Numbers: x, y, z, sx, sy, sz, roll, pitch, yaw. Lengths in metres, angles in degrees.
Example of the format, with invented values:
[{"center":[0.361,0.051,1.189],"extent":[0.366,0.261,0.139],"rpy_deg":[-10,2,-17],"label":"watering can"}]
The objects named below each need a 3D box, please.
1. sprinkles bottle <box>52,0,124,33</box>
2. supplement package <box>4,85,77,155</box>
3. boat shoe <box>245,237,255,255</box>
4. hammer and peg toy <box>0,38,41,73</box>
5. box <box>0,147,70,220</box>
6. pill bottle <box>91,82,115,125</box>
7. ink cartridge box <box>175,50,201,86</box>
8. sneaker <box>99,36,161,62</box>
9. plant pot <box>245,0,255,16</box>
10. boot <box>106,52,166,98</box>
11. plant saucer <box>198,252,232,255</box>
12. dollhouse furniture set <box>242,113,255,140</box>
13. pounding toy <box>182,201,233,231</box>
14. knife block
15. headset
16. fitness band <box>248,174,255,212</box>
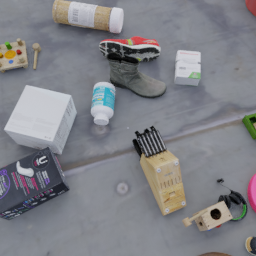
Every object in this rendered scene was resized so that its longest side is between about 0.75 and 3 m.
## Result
[{"center":[-1.651,-4.682,11.706],"extent":[2.850,0.973,0.973],"rpy_deg":[11,66,5],"label":"sprinkles bottle"},{"center":[-2.853,-0.254,9.482],"extent":[1.648,1.267,1.723],"rpy_deg":[14,66,6],"label":"supplement package"},{"center":[4.399,3.583,8.087],"extent":[1.862,0.579,0.695],"rpy_deg":[14,64,5],"label":"boat shoe"},{"center":[-4.368,-2.896,11.075],"extent":[1.763,0.622,1.297],"rpy_deg":[-12,66,-6],"label":"hammer and peg toy"},{"center":[-3.076,1.719,8.641],"extent":[2.120,1.124,1.296],"rpy_deg":[-25,67,-11],"label":"box"},{"center":[-0.893,-0.852,10.024],"extent":[0.803,0.803,1.450],"rpy_deg":[2,65,1],"label":"pill bottle"},{"center":[2.310,-2.329,10.861],"extent":[0.918,0.530,1.257],"rpy_deg":[7,65,3],"label":"ink cartridge box"},{"center":[0.072,-3.216,11.224],"extent":[2.427,0.934,1.030],"rpy_deg":[4,50,-4],"label":"sneaker"},{"center":[6.318,-6.090,11.475],"extent":[2.932,2.594,2.932],"rpy_deg":[0,65,-1],"label":"plant pot"},{"center":[0.311,-1.904,10.126],"extent":[2.300,1.502,0.779],"rpy_deg":[16,66,7],"label":"boot"},{"center":[2.567,4.881,7.566],"extent":[2.809,0.451,2.809],"rpy_deg":[0,66,-1],"label":"plant saucer"},{"center":[5.191,0.273,8.974],"extent":[1.340,1.749,2.669],"rpy_deg":[-17,66,-9],"label":"dollhouse furniture set"},{"center":[2.278,2.689,8.126],"extent":[1.345,1.181,0.615],"rpy_deg":[-21,70,-11],"label":"pounding toy"},{"center":[0.907,1.241,9.152],"extent":[0.793,2.477,2.175],"rpy_deg":[-18,21,-12],"label":"knife block"},{"center":[3.185,2.255,8.846],"extent":[0.833,0.634,1.349],"rpy_deg":[-19,82,-10],"label":"headset"},{"center":[5.087,2.223,8.783],"extent":[2.516,0.471,1.807],"rpy_deg":[16,66,8],"label":"fitness band"}]
